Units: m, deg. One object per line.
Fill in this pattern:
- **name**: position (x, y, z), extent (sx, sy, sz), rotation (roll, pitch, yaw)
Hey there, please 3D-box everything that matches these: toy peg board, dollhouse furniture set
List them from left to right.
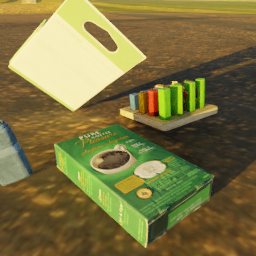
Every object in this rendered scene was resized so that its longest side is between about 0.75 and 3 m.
- **toy peg board**: position (1.031, -0.806, 7.371), extent (1.870, 0.914, 1.862), rotation (-17, 24, -31)
- **dollhouse furniture set**: position (1.469, -1.475, 9.443), extent (1.084, 0.419, 0.542), rotation (11, 18, 16)

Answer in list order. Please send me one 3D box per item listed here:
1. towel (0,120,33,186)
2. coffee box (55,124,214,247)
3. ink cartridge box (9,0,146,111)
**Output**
- **towel**: position (-2.126, 0.422, 4.771), extent (0.637, 1.140, 0.277), rotation (-19, 30, -4)
- **coffee box**: position (-0.011, 0.747, 4.895), extent (1.552, 0.555, 2.524), rotation (-21, 34, -37)
- **ink cartridge box**: position (-1.265, -1.764, 6.833), extent (2.891, 2.104, 0.693), rotation (-30, 36, 36)
